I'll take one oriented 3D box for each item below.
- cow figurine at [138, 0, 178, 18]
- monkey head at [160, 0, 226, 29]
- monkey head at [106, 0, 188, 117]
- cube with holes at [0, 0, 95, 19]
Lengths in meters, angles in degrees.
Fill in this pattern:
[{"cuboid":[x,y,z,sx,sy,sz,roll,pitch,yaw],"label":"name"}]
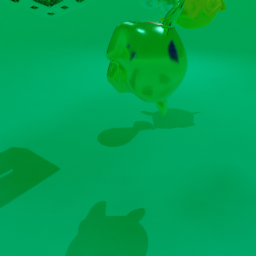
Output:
[{"cuboid":[0.745,-3.127,6.816,0.677,1.213,1.233,-12,32,42],"label":"cow figurine"},{"cuboid":[1.803,-3.391,7.535,1.870,1.345,1.127,-11,12,2],"label":"monkey head"},{"cuboid":[0.326,-1.050,4.050,1.092,1.812,1.303,10,46,8],"label":"monkey head"},{"cuboid":[-1.558,-3.015,5.288,1.249,1.249,1.249,-5,0,35],"label":"cube with holes"}]
